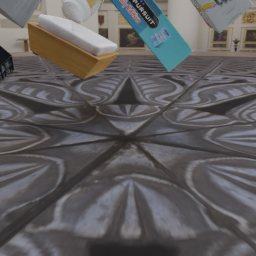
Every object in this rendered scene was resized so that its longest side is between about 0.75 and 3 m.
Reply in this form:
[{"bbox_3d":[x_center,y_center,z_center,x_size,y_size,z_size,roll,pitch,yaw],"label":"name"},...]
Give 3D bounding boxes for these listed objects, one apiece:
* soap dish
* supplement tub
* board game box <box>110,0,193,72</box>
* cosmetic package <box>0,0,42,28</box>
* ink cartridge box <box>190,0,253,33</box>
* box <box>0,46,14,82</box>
[{"bbox_3d":[-1.477,-2.317,8.063,1.991,1.028,2.530,28,20,0],"label":"soap dish"},{"bbox_3d":[-1.494,-4.128,9.250,0.940,0.940,1.301,11,54,30],"label":"supplement tub"},{"bbox_3d":[0.155,-2.066,4.845,0.510,2.175,1.642,-39,13,15],"label":"board game box"},{"bbox_3d":[-2.389,-2.884,5.044,1.003,1.188,2.224,35,-1,6],"label":"cosmetic package"},{"bbox_3d":[2.392,-3.673,7.724,1.113,1.539,1.119,-38,26,18],"label":"ink cartridge box"},{"bbox_3d":[-2.968,-1.325,6.205,0.758,0.424,1.074,-53,13,-16],"label":"box"}]
